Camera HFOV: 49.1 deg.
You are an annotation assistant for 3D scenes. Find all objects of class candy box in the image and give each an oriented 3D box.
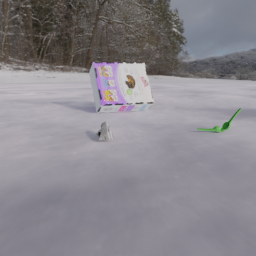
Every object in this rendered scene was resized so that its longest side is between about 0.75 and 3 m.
[{"bbox_3d":[-0.241,-1.498,10.285,2.047,1.717,0.732,-4,-19,-22],"label":"candy box"}]

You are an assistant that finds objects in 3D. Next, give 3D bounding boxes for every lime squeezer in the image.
[{"bbox_3d":[2.193,-0.059,6.607,1.114,0.394,0.210,-24,49,0],"label":"lime squeezer"}]

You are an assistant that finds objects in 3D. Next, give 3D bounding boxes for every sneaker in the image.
[{"bbox_3d":[-0.527,0.063,5.929,0.329,0.300,0.802,-17,15,-7],"label":"sneaker"}]
